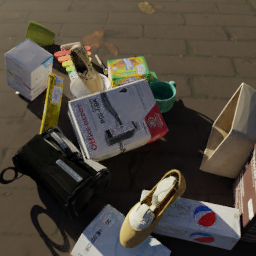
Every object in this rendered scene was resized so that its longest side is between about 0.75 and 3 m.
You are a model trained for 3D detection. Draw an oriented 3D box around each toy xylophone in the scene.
[{"bbox_3d":[-2.140,-3.035,13.119,2.010,0.690,2.745,-22,53,-18],"label":"toy xylophone"}]

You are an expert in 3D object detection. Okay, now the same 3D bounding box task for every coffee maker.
[{"bbox_3d":[-2.217,1.574,8.753,2.577,1.735,2.475,35,79,28],"label":"coffee maker"}]

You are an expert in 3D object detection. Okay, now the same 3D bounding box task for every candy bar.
[{"bbox_3d":[-2.695,-0.584,9.850,0.301,2.719,0.678,8,-1,43],"label":"candy bar"}]

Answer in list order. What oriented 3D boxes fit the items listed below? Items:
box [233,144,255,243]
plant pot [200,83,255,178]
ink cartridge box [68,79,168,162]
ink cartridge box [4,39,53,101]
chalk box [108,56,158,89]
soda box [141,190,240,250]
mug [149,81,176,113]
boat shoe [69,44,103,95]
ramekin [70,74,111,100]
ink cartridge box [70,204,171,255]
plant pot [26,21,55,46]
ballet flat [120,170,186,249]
[{"bbox_3d":[4.213,1.948,7.779,1.917,2.335,1.937,9,49,8],"label":"box"},{"bbox_3d":[4.043,0.391,9.272,2.094,2.365,2.362,24,53,7],"label":"plant pot"},{"bbox_3d":[-0.400,-0.232,9.889,2.918,1.209,2.142,-20,79,-16],"label":"ink cartridge box"},{"bbox_3d":[-4.112,-2.306,11.728,1.317,2.103,1.352,34,55,4],"label":"ink cartridge box"},{"bbox_3d":[0.250,-2.141,11.970,2.057,1.273,1.280,-10,51,-8],"label":"chalk box"},{"bbox_3d":[1.694,2.647,8.089,2.784,0.948,0.886,9,50,8],"label":"soda box"},{"bbox_3d":[1.418,-1.219,11.435,1.448,0.895,1.189,-11,50,-10],"label":"mug"},{"bbox_3d":[-1.734,-2.196,11.258,0.800,2.244,0.724,-14,27,24],"label":"boat shoe"},{"bbox_3d":[-1.525,-1.465,11.697,1.671,0.814,1.671,0,49,0],"label":"ramekin"},{"bbox_3d":[-0.566,3.739,7.351,2.246,0.663,2.806,31,55,24],"label":"ink cartridge box"},{"bbox_3d":[-4.435,-4.726,14.405,1.267,1.185,1.185,13,49,-11],"label":"plant pot"},{"bbox_3d":[0.618,2.040,7.462,0.850,0.781,2.477,30,62,32],"label":"ballet flat"}]
